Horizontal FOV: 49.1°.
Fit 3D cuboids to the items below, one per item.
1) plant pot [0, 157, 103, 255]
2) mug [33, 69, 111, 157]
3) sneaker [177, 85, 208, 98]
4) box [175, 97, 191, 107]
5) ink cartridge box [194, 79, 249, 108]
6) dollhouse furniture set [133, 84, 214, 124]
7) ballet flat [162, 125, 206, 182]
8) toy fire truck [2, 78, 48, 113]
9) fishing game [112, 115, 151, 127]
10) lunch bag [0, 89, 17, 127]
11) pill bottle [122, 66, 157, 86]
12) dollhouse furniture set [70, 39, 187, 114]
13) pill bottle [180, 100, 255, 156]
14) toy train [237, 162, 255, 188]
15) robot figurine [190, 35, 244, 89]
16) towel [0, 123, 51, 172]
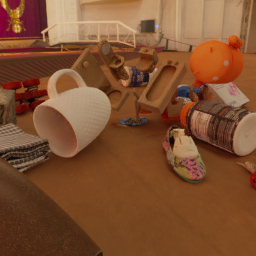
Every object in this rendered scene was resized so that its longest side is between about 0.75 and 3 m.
[{"bbox_3d":[-1.603,1.407,3.137,2.428,2.269,2.269,21,24,12],"label":"plant pot"},{"bbox_3d":[-1.497,-0.577,7.861,1.599,2.165,1.898,-4,25,38],"label":"mug"},{"bbox_3d":[3.232,-1.515,12.904,2.405,0.923,1.338,-1,10,-24],"label":"sneaker"},{"bbox_3d":[2.626,-0.908,11.780,1.289,0.376,1.883,6,19,-5],"label":"box"},{"bbox_3d":[4.185,-1.662,12.366,2.039,0.450,2.077,-21,68,-45],"label":"ink cartridge box"},{"bbox_3d":[1.596,-0.935,10.851,2.751,1.417,2.721,-3,29,1],"label":"dollhouse furniture set"},{"bbox_3d":[1.381,0.495,7.268,0.810,0.834,2.344,-1,19,-5],"label":"ballet flat"},{"bbox_3d":[-4.731,-1.293,12.129,1.868,1.247,2.224,-9,9,38],"label":"toy fire truck"},{"bbox_3d":[0.192,-0.304,10.495,1.075,0.233,1.501,13,22,42],"label":"fishing game"},{"bbox_3d":[-4.982,-0.372,8.738,2.601,1.529,2.133,0,19,-15],"label":"lunch bag"},{"bbox_3d":[0.760,-3.261,17.485,2.188,1.214,1.214,-7,20,-19],"label":"pill bottle"},{"bbox_3d":[0.109,-1.882,9.128,2.500,2.037,2.377,21,70,33],"label":"dollhouse furniture set"},{"bbox_3d":[2.658,-0.145,8.451,1.266,1.266,2.383,-11,22,-29],"label":"pill bottle"},{"bbox_3d":[3.161,0.675,6.110,0.914,1.249,2.159,-6,20,-19],"label":"toy train"},{"bbox_3d":[3.126,-2.261,9.880,1.831,1.484,2.545,-8,1,39],"label":"robot figurine"},{"bbox_3d":[-3.108,0.560,6.920,1.625,0.840,1.963,12,19,30],"label":"towel"}]
